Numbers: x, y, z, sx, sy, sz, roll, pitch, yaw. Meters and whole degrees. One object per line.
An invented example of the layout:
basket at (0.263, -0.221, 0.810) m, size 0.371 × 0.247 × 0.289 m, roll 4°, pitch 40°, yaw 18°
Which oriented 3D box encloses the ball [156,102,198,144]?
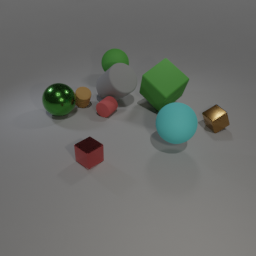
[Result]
ball at (1.637, -0.163, 9.480) m, size 1.400 × 1.400 × 1.400 m, roll 0°, pitch 33°, yaw 0°

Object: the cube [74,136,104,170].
cube at (-1.297, 0.831, 9.386) m, size 0.700 × 0.700 × 0.700 m, roll 28°, pitch 42°, yaw 34°

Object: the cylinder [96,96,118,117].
cylinder at (-0.904, -0.912, 12.037) m, size 0.700 × 0.700 × 0.700 m, roll 17°, pitch 37°, yaw 24°

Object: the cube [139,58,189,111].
cube at (1.499, -1.790, 11.942) m, size 1.400 × 1.400 × 1.400 m, roll -39°, pitch 74°, yaw -18°

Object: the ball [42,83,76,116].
ball at (-2.885, -1.186, 11.775) m, size 1.400 × 1.400 × 1.400 m, roll 0°, pitch 33°, yaw 0°

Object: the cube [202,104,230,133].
cube at (3.455, -0.360, 11.019) m, size 0.700 × 0.700 × 0.700 m, roll -31°, pitch 38°, yaw -2°

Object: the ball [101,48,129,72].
ball at (-0.647, -3.313, 14.229) m, size 1.400 × 1.400 × 1.400 m, roll 0°, pitch 33°, yaw 0°

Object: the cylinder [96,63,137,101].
cylinder at (-0.526, -1.995, 12.543) m, size 1.400 × 1.400 × 1.400 m, roll -25°, pitch 1°, yaw -33°

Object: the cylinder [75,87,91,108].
cylinder at (-2.027, -1.374, 12.515) m, size 0.700 × 0.700 × 0.700 m, roll 7°, pitch 62°, yaw -13°
